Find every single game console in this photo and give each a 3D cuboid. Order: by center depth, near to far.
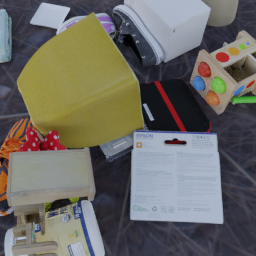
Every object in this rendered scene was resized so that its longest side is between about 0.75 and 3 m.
[{"bbox_3d":[1.348,-0.569,8.850,2.056,0.361,2.324,-13,61,-20],"label":"game console"}]

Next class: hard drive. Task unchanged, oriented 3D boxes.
[{"bbox_3d":[-0.465,-0.409,8.914,1.833,0.496,2.624,-26,65,-13],"label":"hard drive"}]

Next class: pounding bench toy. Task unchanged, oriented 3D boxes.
[{"bbox_3d":[3.464,-1.362,8.808,1.988,1.583,2.548,-28,65,-14],"label":"pounding bench toy"}]

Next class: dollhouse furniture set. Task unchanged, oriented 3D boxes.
[{"bbox_3d":[-1.174,1.090,4.311,1.082,1.629,1.428,-1,50,-17],"label":"dollhouse furniture set"}]

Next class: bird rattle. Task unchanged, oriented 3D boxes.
[{"bbox_3d":[-2.217,0.953,7.111,1.465,2.601,2.120,-28,41,-18],"label":"bird rattle"}]

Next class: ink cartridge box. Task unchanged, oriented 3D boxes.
[{"bbox_3d":[1.298,1.319,7.753,2.452,0.499,2.457,3,71,1],"label":"ink cartridge box"}]

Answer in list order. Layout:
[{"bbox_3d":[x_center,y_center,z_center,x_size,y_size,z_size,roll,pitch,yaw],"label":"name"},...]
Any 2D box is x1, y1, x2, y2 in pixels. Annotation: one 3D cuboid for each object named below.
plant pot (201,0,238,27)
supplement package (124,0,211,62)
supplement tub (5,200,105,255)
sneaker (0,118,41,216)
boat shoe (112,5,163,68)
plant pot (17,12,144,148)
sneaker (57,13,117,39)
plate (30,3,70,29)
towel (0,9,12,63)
[{"bbox_3d":[3.612,-5.170,10.819,1.638,1.749,1.638,0,62,0],"label":"plant pot"},{"bbox_3d":[1.291,-4.171,10.279,1.725,1.704,2.845,-28,65,-15],"label":"supplement package"},{"bbox_3d":[-1.685,2.685,6.644,2.010,1.451,1.451,-16,62,-10],"label":"supplement tub"},{"bbox_3d":[-3.198,0.781,7.581,1.142,1.650,2.945,4,61,2],"label":"sneaker"},{"bbox_3d":[0.080,-3.322,10.291,0.985,1.039,2.973,-29,72,-17],"label":"boat shoe"},{"bbox_3d":[-1.336,-0.892,7.590,2.613,2.554,2.538,-27,65,-6],"label":"plant pot"},{"bbox_3d":[-1.484,-3.538,10.487,2.184,0.792,1.245,-22,66,-11],"label":"sneaker"},{"bbox_3d":[-3.115,-4.490,11.321,1.276,0.206,1.274,12,61,7],"label":"plate"},{"bbox_3d":[-5.524,-3.340,10.485,2.175,0.612,2.541,-11,62,-3],"label":"towel"}]
